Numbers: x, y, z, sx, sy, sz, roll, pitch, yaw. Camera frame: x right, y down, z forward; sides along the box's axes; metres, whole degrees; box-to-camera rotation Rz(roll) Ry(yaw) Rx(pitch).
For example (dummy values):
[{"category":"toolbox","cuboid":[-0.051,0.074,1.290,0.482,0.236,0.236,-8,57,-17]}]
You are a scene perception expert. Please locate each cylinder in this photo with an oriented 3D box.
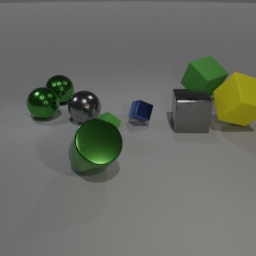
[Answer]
[{"category":"cylinder","cuboid":[-1.017,0.605,8.491,1.400,1.400,1.400,7,67,-17]}]

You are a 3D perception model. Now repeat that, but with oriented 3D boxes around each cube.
[{"category":"cube","cuboid":[4.431,-1.094,11.019,1.400,1.400,1.400,11,59,-19]},{"category":"cube","cuboid":[2.585,-0.740,11.590,1.400,1.400,1.400,0,28,2]},{"category":"cube","cuboid":[0.538,-0.715,11.782,0.700,0.700,0.700,19,-9,-24]},{"category":"cube","cuboid":[3.707,-2.431,13.698,1.400,1.400,1.400,-21,61,-26]},{"category":"cube","cuboid":[-0.805,-0.084,10.599,0.700,0.700,0.700,-19,45,47]}]

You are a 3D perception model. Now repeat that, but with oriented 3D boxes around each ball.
[{"category":"ball","cuboid":[-3.717,-1.092,12.302,1.400,1.400,1.400,0,28,0]},{"category":"ball","cuboid":[-1.843,-0.889,11.897,1.400,1.400,1.400,0,28,0]},{"category":"ball","cuboid":[-3.372,-1.921,13.846,1.400,1.400,1.400,0,28,0]}]
